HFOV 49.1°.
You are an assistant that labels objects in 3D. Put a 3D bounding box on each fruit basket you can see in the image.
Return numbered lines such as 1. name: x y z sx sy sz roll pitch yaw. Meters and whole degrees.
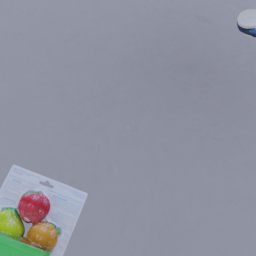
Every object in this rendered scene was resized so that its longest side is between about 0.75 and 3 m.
1. fruit basket: -1.070 1.042 3.095 0.943 0.477 1.018 21 64 -1

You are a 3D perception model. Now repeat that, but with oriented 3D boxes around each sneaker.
1. sneaker: 3.796 -2.767 7.527 1.635 0.659 1.197 16 12 25
